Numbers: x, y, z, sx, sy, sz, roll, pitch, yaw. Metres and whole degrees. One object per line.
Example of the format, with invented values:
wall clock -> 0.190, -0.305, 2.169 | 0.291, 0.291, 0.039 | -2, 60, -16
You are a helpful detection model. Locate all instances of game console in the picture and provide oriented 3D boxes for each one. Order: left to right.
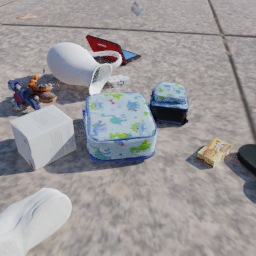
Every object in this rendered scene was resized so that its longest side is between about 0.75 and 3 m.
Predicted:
game console -> -0.630, -3.712, 12.751 | 1.996, 1.720, 1.185 | 25, 70, 30

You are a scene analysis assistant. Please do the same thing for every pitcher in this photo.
pitcher -> -1.672, -2.476, 10.686 | 2.473, 1.499, 2.121 | 29, 61, 24

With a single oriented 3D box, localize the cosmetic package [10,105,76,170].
cosmetic package -> -2.254, 0.218, 7.543 | 1.290, 1.063, 1.064 | -27, 44, -33

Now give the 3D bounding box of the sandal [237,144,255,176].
sandal -> 3.797, 1.150, 6.637 | 1.042, 0.663, 2.772 | -21, 42, -26

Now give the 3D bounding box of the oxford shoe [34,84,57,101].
oxford shoe -> -3.087, -1.294, 10.069 | 1.237, 0.451, 0.441 | 20, 41, 24

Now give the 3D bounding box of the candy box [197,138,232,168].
candy box -> 2.362, 0.655, 7.640 | 0.917, 0.254, 0.529 | -30, 46, -34

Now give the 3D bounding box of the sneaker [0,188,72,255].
sneaker -> -2.406, 2.060, 5.419 | 2.606, 0.980, 1.153 | -31, 28, -33

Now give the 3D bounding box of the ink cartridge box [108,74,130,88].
ink cartridge box -> -0.394, -1.834, 10.929 | 0.825, 0.280, 0.479 | -14, 39, -18

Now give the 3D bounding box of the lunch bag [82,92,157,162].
lunch bag -> -0.303, -0.103, 8.023 | 1.953, 1.002, 2.430 | -4, 37, -8

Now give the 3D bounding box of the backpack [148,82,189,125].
backpack -> 1.329, -0.904, 9.077 | 1.287, 1.034, 1.407 | 6, 33, 2

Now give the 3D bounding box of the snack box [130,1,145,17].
snack box -> 0.264, -3.555, 8.405 | 0.365, 0.124, 1.016 | 40, 7, -14

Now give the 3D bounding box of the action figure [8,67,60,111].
action figure -> -3.129, -1.070, 9.525 | 1.645, 0.889, 1.700 | -37, 85, -15
